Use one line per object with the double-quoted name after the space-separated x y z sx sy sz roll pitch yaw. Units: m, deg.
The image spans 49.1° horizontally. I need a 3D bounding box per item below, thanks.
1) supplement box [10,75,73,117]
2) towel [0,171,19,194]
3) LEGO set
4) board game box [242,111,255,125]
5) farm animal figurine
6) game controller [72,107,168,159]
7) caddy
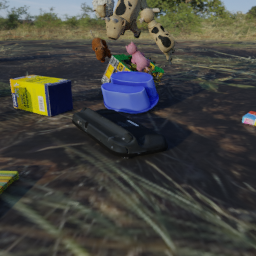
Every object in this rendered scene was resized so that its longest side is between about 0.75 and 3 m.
-2.578 -1.007 8.360 1.669 0.914 0.909 13 24 31 "supplement box"
-2.314 1.087 3.962 0.739 0.155 1.718 -1 21 12 "towel"
0.145 -1.910 10.877 1.819 1.370 2.365 38 36 12 "LEGO set"
3.520 -0.209 7.313 0.845 0.170 0.647 16 26 36 "board game box"
0.043 -2.697 7.200 2.369 2.343 1.235 -1 -14 18 "farm animal figurine"
-0.272 0.044 6.375 1.347 0.544 2.582 4 16 -34 "game controller"
0.051 -1.018 8.457 1.759 0.924 1.244 12 46 28 "caddy"
